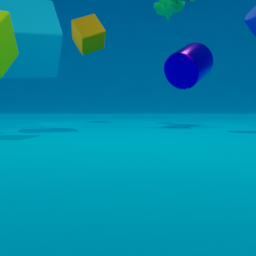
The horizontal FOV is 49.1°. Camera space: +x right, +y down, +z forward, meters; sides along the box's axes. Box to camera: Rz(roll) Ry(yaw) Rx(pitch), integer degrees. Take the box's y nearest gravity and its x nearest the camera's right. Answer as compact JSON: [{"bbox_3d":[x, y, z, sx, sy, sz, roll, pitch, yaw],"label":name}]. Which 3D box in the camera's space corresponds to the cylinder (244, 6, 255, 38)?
[{"bbox_3d":[3.021,-2.101,5.608,0.961,0.961,0.961,-40,14,12],"label":"cylinder"}]

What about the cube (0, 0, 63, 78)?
[{"bbox_3d":[-2.309,-2.037,6.394,1.280,1.280,1.280,-6,-34,-25],"label":"cube"}]

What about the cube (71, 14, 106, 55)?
[{"bbox_3d":[-1.706,-4.010,12.050,1.082,1.082,1.082,-25,-19,-19],"label":"cube"}]

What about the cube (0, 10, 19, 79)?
[{"bbox_3d":[-2.364,-1.375,4.510,0.798,0.798,0.798,7,46,1],"label":"cube"}]

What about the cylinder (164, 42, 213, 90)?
[{"bbox_3d":[2.102,-2.155,9.689,1.287,1.287,1.287,3,30,41],"label":"cylinder"}]

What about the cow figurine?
[{"bbox_3d":[1.539,-4.431,10.148,1.416,0.777,1.394,21,13,40],"label":"cow figurine"}]

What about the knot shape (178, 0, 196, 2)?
[{"bbox_3d":[1.409,-3.707,7.017,1.471,1.377,0.680,37,-26,-27],"label":"knot shape"}]
